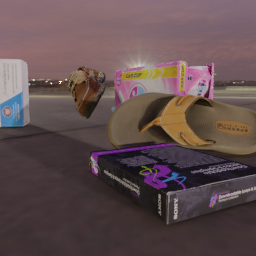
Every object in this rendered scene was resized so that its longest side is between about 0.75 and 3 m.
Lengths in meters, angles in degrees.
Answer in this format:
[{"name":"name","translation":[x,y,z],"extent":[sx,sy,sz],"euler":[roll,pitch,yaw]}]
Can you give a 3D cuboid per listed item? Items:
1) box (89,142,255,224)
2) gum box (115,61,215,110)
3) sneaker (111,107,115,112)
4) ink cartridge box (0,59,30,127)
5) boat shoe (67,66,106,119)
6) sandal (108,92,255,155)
[{"name":"box","translation":[0.461,0.519,3.362],"extent":[1.307,0.330,1.829],"euler":[-5,8,-27]},{"name":"gum box","translation":[0.696,-0.561,6.383],"extent":[0.955,1.640,2.889],"euler":[-4,9,-27]},{"name":"sneaker","translation":[-0.553,-0.866,13.533],"extent":[0.652,0.470,1.241],"euler":[-10,-3,17]},{"name":"ink cartridge box","translation":[-4.592,-1.053,8.546],"extent":[2.817,2.036,1.192],"euler":[-1,8,-9]},{"name":"boat shoe","translation":[-1.316,-1.147,8.247],"extent":[1.027,1.052,2.781],"euler":[27,19,-14]},{"name":"sandal","translation":[1.065,-0.074,4.595],"extent":[2.768,1.112,0.747],"euler":[4,-12,-5]}]
